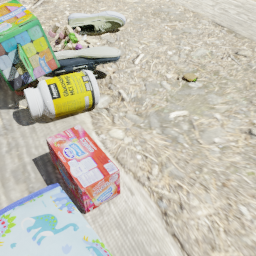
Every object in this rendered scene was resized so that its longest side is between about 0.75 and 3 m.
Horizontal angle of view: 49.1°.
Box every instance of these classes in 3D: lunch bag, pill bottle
[{"bbox_3d":[-1.727,2.543,4.505,2.619,1.669,2.227,-21,45,-36],"label":"lunch bag"},{"bbox_3d":[-2.094,-1.030,8.925,2.161,1.215,1.215,-18,44,-20],"label":"pill bottle"}]

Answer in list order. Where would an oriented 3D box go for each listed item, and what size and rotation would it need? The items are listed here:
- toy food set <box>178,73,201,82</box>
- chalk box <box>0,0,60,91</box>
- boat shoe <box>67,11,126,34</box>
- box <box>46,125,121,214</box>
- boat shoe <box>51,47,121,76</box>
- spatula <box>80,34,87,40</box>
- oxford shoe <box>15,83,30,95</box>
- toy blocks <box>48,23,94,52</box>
[{"bbox_3d":[2.391,-1.956,10.838,0.820,0.165,0.566,8,34,17],"label":"toy food set"},{"bbox_3d":[-3.562,-2.613,9.060,1.819,1.831,2.934,-33,51,-16],"label":"chalk box"},{"bbox_3d":[-1.549,-5.110,13.951,2.898,1.043,0.899,-3,65,-2],"label":"boat shoe"},{"bbox_3d":[-1.114,0.931,6.882,0.989,0.947,1.984,-25,47,-26],"label":"box"},{"bbox_3d":[-1.658,-2.491,10.654,2.875,0.889,1.076,-4,29,7],"label":"boat shoe"},{"bbox_3d":[-2.349,-4.584,13.901,0.699,0.081,1.005,2,37,4],"label":"spatula"},{"bbox_3d":[-3.989,-2.004,10.408,0.677,0.719,1.921,-18,43,-12],"label":"oxford shoe"},{"bbox_3d":[-2.554,-3.452,11.977,1.542,1.298,1.441,-14,68,-50],"label":"toy blocks"}]
